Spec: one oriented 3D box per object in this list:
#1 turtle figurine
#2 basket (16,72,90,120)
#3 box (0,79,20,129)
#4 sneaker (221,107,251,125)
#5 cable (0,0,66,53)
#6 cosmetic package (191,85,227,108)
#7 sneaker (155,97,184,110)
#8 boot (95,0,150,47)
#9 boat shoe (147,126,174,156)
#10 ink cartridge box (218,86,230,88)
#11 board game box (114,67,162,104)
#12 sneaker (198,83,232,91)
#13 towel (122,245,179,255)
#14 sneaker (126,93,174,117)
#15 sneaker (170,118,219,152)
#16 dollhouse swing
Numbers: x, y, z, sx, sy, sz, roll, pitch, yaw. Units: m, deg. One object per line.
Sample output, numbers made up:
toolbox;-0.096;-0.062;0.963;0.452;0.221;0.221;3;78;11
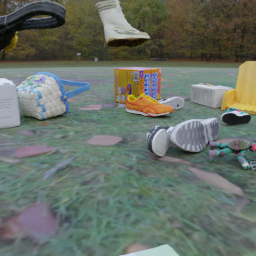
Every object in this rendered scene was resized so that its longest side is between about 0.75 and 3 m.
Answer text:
turtle figurine;2.788;0.592;7.179;1.348;0.679;1.009;0;14;21
basket;-3.355;-1.546;12.381;2.418;1.907;2.742;10;28;36
box;-5.702;-0.957;10.787;2.494;1.630;2.481;-9;18;-29
sneaker;4.081;-0.503;11.112;1.371;0.573;0.828;2;19;-23
cable;-2.297;-2.035;5.283;2.564;0.645;1.245;-12;-23;38
cosmetic package;4.225;-1.715;14.784;0.837;0.992;1.918;-7;18;-22
sneaker;1.838;-1.234;13.686;1.712;0.625;0.958;-11;20;-32
boot;-0.170;-4.163;11.193;2.251;1.741;0.811;-15;-6;-42
boat shoe;0.853;0.294;7.980;0.616;0.754;2.041;6;14;22
ink cartridge box;5.299;-2.161;16.987;1.532;0.641;1.112;-7;17;-23
board game box;0.535;-2.322;15.307;1.845;1.846;1.845;14;21;40
sneaker;5.097;-1.943;15.861;2.527;0.951;1.114;21;24;28
towel;-0.373;1.955;2.615;2.722;0.418;2.030;-6;17;-20
sneaker;0.879;-1.028;12.431;2.431;0.938;0.887;12;18;32
sneaker;1.878;0.210;8.467;1.008;0.918;2.458;-4;1;39
dollhouse swing;6.107;-1.963;13.288;2.585;2.272;2.349;11;19;33
